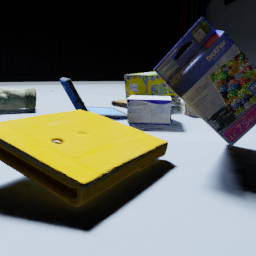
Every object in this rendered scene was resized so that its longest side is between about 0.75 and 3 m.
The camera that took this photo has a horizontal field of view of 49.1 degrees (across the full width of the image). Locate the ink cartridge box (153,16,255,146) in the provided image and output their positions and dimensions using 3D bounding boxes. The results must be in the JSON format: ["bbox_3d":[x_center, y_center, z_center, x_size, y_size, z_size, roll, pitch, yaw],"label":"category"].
[{"bbox_3d":[1.829,-0.853,5.637,2.394,1.429,0.502,40,13,-19],"label":"ink cartridge box"}]

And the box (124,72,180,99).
[{"bbox_3d":[1.176,-2.015,13.358,1.946,1.232,2.020,-12,16,-27],"label":"box"}]

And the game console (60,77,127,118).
[{"bbox_3d":[-1.292,-1.134,10.284,1.471,2.122,2.486,-30,19,-11],"label":"game console"}]

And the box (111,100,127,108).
[{"bbox_3d":[0.540,-1.141,13.131,1.817,0.236,2.223,-7,13,-33],"label":"box"}]

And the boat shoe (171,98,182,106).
[{"bbox_3d":[2.191,-1.259,13.376,1.018,0.381,0.315,1,14,16],"label":"boat shoe"}]

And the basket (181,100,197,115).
[{"bbox_3d":[2.496,-0.798,10.671,0.876,0.540,0.594,-2,12,-5],"label":"basket"}]

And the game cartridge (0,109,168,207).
[{"bbox_3d":[-0.771,0.261,4.681,2.141,0.394,2.429,22,19,28],"label":"game cartridge"}]

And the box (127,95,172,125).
[{"bbox_3d":[0.715,-0.621,9.136,1.381,0.788,1.502,2,11,7],"label":"box"}]

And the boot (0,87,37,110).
[{"bbox_3d":[-5.162,-1.366,12.318,2.175,1.014,2.813,-6,18,-22],"label":"boot"}]
